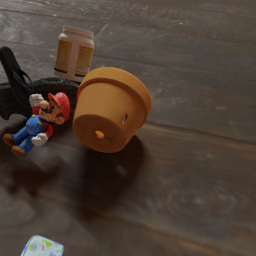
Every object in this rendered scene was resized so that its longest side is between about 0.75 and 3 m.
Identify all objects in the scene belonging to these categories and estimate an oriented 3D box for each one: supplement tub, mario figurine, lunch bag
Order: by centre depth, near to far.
[{"bbox_3d":[-1.421,2.155,4.458,0.640,0.329,0.797,22,30,-7],"label":"lunch bag"},{"bbox_3d":[-2.107,-0.199,6.448,1.075,0.923,1.742,45,81,-6],"label":"mario figurine"},{"bbox_3d":[-1.662,-2.295,8.718,1.103,1.527,1.103,13,13,-3],"label":"supplement tub"}]

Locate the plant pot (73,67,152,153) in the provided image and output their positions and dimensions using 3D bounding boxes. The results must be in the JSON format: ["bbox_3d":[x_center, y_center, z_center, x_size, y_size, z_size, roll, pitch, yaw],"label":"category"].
[{"bbox_3d":[-0.479,-0.302,6.597,1.847,1.847,1.293,11,49,12],"label":"plant pot"}]

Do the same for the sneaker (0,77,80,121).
[{"bbox_3d":[-2.449,-0.803,7.727,2.345,1.064,0.890,-8,23,-13],"label":"sneaker"}]

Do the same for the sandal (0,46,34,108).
[{"bbox_3d":[-2.660,-1.229,6.860,0.344,1.606,0.611,-18,17,14],"label":"sandal"}]
